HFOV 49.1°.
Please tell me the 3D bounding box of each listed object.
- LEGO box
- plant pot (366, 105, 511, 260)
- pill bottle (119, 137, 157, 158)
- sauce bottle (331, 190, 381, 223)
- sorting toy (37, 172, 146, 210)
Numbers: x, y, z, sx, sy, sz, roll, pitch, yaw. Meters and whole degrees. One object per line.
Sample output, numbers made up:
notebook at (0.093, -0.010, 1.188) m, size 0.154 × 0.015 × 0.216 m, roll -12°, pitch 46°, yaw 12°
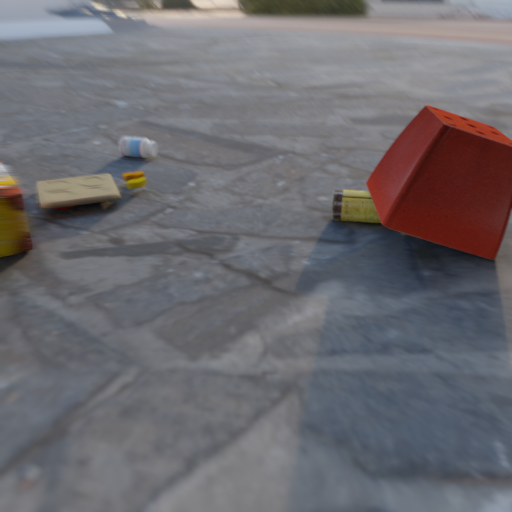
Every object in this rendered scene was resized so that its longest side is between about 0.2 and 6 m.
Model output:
LEGO box at (-5.192, -0.585, 8.880) m, size 2.666 × 1.029 × 1.985 m, roll -17°, pitch 33°, yaw -28°
plant pot at (3.099, -1.322, 9.051) m, size 1.921 × 1.694 × 1.923 m, roll 16°, pitch 28°, yaw -7°
pill bottle at (-2.761, -2.537, 13.143) m, size 0.821 × 0.446 × 0.446 m, roll 9°, pitch 29°, yaw 15°
sauce bottle at (2.208, -0.842, 9.880) m, size 1.742 × 0.564 × 0.564 m, roll 6°, pitch 29°, yaw 8°
sorting toy at (-3.175, -1.283, 11.052) m, size 2.099 × 0.281 × 1.564 m, roll -10°, pitch 26°, yaw -20°
